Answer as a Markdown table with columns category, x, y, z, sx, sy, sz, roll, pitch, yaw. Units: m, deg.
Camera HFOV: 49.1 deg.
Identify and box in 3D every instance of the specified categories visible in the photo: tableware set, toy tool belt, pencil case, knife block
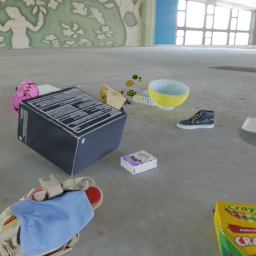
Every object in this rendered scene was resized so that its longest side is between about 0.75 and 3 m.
| category | x | y | z | sx | sy | sz | roll | pitch | yaw |
| --- | --- | --- | --- | --- | --- | --- | --- | --- | --- |
| tableware set | 0.146 | -1.554 | 10.356 | 0.741 | 0.169 | 1.100 | 33 | 66 | 27 |
| toy tool belt | -1.331 | 1.634 | 5.415 | 2.327 | 1.453 | 1.430 | -21 | -15 | -33 |
| pencil case | -5.259 | -1.639 | 14.371 | 1.241 | 1.281 | 2.735 | -4 | 22 | -14 |
| knife block | -0.437 | -1.194 | 11.008 | 1.385 | 1.577 | 0.505 | -29 | 51 | -30 |

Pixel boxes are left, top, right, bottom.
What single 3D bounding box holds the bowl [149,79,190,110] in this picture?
| category | x | y | z | sx | sy | sz | roll | pitch | yaw |
| --- | --- | --- | --- | --- | --- | --- | --- | --- | --- |
| bowl | 2.006 | -1.588 | 14.283 | 2.080 | 1.119 | 2.080 | 4 | 31 | -2 |

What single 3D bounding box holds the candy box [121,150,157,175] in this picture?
| category | x | y | z | sx | sy | sz | roll | pitch | yaw |
| --- | --- | --- | --- | --- | --- | --- | --- | --- | --- |
| candy box | 0.333 | 1.054 | 8.727 | 0.881 | 0.315 | 0.739 | -14 | 25 | -32 |

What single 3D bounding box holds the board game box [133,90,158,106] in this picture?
| category | x | y | z | sx | sy | sz | roll | pitch | yaw |
| --- | --- | --- | --- | --- | --- | --- | --- | --- | --- |
| board game box | 1.603 | -1.839 | 16.102 | 1.577 | 0.401 | 2.345 | 15 | 25 | 34 |

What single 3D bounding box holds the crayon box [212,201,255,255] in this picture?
| category | x | y | z | sx | sy | sz | roll | pitch | yaw |
| --- | --- | --- | --- | --- | --- | --- | --- | --- | --- |
| crayon box | 2.512 | 2.160 | 5.536 | 1.410 | 0.564 | 2.221 | 3 | 21 | 7 |

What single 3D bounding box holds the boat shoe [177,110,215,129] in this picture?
| category | x | y | z | sx | sy | sz | roll | pitch | yaw |
| --- | --- | --- | --- | --- | --- | --- | --- | --- | --- |
| boat shoe | 2.880 | -0.394 | 11.904 | 1.606 | 0.729 | 0.568 | -2 | 21 | -6 |

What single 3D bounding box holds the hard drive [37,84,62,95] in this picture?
| category | x | y | z | sx | sy | sz | roll | pitch | yaw |
| --- | --- | --- | --- | --- | --- | --- | --- | --- | --- |
| hard drive | -5.037 | -2.182 | 17.071 | 1.726 | 0.349 | 2.617 | -18 | 28 | -38 |

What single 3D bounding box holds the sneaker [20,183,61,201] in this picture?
| category | x | y | z | sx | sy | sz | roll | pitch | yaw |
| --- | --- | --- | --- | --- | --- | --- | --- | --- | --- |
| sneaker | -2.226 | 1.752 | 6.217 | 1.899 | 0.824 | 0.700 | -19 | 27 | -40 |

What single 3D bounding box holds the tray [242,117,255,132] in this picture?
| category | x | y | z | sx | sy | sz | roll | pitch | yaw |
| --- | --- | --- | --- | --- | --- | --- | --- | --- | --- |
| tray | 5.413 | -0.121 | 11.986 | 0.816 | 0.168 | 1.519 | 13 | 24 | 28 |

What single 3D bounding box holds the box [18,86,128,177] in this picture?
| category | x | y | z | sx | sy | sz | roll | pitch | yaw |
| --- | --- | --- | --- | --- | --- | --- | --- | --- | --- |
| box | -1.798 | -0.028 | 9.195 | 2.475 | 1.537 | 2.495 | 28 | 31 | 24 |
